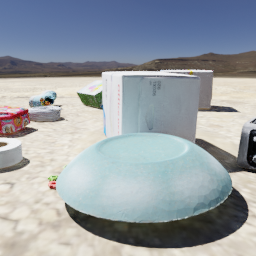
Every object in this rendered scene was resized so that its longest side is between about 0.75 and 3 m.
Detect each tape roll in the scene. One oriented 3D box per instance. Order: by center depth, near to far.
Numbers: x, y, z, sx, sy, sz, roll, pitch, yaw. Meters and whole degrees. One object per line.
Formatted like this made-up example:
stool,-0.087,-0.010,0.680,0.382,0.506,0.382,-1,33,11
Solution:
tape roll,-2.972,0.559,6.297,1.135,0.397,1.135,-1,13,0

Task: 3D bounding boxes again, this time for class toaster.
toaster,3.259,0.364,5.917,1.452,0.953,1.606,10,16,34

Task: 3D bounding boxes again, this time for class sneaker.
sneaker,-4.008,-1.366,14.137,0.908,0.819,2.216,10,23,12

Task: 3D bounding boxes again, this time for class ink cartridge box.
ink cartridge box,0.440,-0.515,7.528,1.898,1.932,2.624,-3,14,-14
ink cartridge box,2.911,-2.035,14.379,2.538,1.836,1.868,2,13,7
ink cartridge box,-1.368,-1.766,14.456,1.397,0.798,2.691,-37,30,-25

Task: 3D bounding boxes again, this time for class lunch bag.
lunch bag,-4.328,-0.230,9.185,1.815,0.744,1.599,2,18,10

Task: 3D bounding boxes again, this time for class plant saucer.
plant saucer,0.247,0.551,4.757,2.919,0.562,2.919,-1,14,0

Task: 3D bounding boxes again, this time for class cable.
cable,-3.362,-0.597,11.275,1.308,0.453,1.309,-8,14,-25

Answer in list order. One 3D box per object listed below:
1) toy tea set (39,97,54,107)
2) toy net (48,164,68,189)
toy tea set,-3.722,-1.138,13.007,0.865,0.320,0.514,34,25,-22
toy net,-1.004,0.959,4.873,0.694,0.256,1.324,-5,14,-22
